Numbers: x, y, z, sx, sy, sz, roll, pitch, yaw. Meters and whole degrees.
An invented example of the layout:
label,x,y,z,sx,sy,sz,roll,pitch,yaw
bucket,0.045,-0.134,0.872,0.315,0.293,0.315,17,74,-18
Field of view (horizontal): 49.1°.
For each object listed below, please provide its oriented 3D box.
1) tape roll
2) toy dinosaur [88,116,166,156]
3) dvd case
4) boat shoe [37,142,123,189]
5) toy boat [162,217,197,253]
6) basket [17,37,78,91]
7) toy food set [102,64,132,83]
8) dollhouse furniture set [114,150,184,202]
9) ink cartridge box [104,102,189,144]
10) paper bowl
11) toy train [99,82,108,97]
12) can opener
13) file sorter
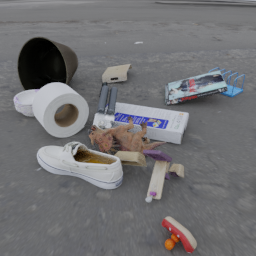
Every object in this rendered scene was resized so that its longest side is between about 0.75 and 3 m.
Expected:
label,x,y,z,sx,sy,sz,roll,pitch,yaw
tape roll,-2.159,-0.584,8.965,1.525,1.525,1.047,-19,36,-29
toy dinosaur,-0.051,0.449,7.983,2.085,0.895,1.413,22,46,4
dvd case,2.662,-1.631,11.280,2.335,0.257,1.704,-13,29,16
boat shoe,-1.317,0.767,7.308,2.579,0.900,0.914,16,34,24
toy boat,0.936,2.167,5.501,0.522,0.521,0.798,-48,48,-13
basket,-3.159,-2.585,11.827,1.912,2.536,2.812,1,20,2
toy food set,-0.484,-2.581,13.424,1.169,0.492,1.630,-6,28,14
dollhouse furniture set,0.375,1.296,7.143,1.626,1.288,1.154,-1,66,40
ink cartridge box,0.491,-0.239,9.373,2.886,0.535,1.367,12,33,15
paper bowl,-3.489,-0.884,10.300,1.259,0.655,1.259,1,31,-1
toy train,-0.987,-1.473,11.526,0.257,0.345,1.507,-6,33,5
can opener,-0.733,-0.463,8.982,0.612,0.773,2.325,9,48,-5
file sorter,4.174,-2.005,12.025,0.925,0.818,1.333,-25,38,-36
